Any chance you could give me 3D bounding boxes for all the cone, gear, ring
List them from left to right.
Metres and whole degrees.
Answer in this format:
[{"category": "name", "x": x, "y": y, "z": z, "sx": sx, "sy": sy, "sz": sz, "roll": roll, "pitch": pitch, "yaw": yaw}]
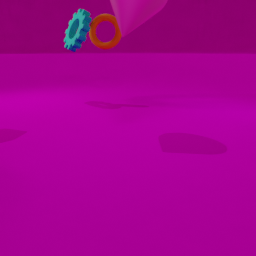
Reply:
[{"category": "gear", "x": -2.071, "y": -3.970, "z": 11.410, "sx": 0.310, "sy": 1.676, "sz": 1.676, "roll": 16, "pitch": 4, "yaw": -36}, {"category": "ring", "x": -0.905, "y": -3.866, "z": 11.251, "sx": 1.369, "sy": 1.369, "sz": 0.274, "roll": 3, "pitch": 11, "yaw": 11}, {"category": "cone", "x": 0.061, "y": -2.794, "z": 6.761, "sx": 1.629, "sy": 1.635, "sz": 1.629, "roll": 11, "pitch": -26, "yaw": 6}]
